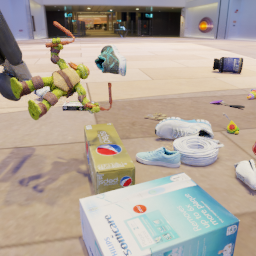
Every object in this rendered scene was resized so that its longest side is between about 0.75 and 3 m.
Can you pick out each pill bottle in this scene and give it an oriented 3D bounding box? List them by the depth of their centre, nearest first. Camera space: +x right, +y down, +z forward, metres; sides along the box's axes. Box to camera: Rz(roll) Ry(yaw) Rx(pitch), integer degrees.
[{"bbox_3d":[7.170,-4.546,20.161,1.982,1.108,1.108,7,24,14],"label":"pill bottle"}]

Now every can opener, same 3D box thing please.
[{"bbox_3d":[-3.055,-1.630,6.878,0.790,0.991,2.963,4,-22,-1],"label":"can opener"}]

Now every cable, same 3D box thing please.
[{"bbox_3d":[2.045,0.662,8.502,1.337,0.463,1.337,-22,30,-39],"label":"cable"}]

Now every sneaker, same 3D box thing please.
[{"bbox_3d":[-0.507,-1.629,6.602,0.626,0.532,1.372,-6,31,-19],"label":"sneaker"},{"bbox_3d":[3.078,1.232,7.254,0.501,0.475,1.243,-4,15,15],"label":"sneaker"},{"bbox_3d":[0.876,0.762,8.144,1.322,0.542,0.489,5,22,12],"label":"sneaker"},{"bbox_3d":[1.943,0.130,9.469,2.043,0.766,0.885,-2,28,-5],"label":"sneaker"},{"bbox_3d":[-3.751,-1.931,14.529,0.887,0.842,2.205,31,37,26],"label":"sneaker"}]

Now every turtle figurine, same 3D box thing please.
[{"bbox_3d":[-1.691,-1.190,6.748,2.068,2.565,0.826,-35,6,-35],"label":"turtle figurine"}]

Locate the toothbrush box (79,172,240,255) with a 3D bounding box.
[{"bbox_3d":[0.465,1.825,5.018,2.309,0.985,1.690,-10,24,-20],"label":"toothbrush box"}]

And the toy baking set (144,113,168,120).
[{"bbox_3d":[1.169,-0.462,11.684,0.943,0.110,0.724,-11,22,-26],"label":"toy baking set"}]

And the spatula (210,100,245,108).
[{"bbox_3d":[4.675,-1.123,13.159,1.656,0.170,0.468,19,30,39],"label":"spatula"}]

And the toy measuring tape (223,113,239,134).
[{"bbox_3d":[3.706,-0.124,10.310,0.361,0.361,0.980,-13,54,-28],"label":"toy measuring tape"}]

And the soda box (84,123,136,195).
[{"bbox_3d":[-0.584,0.816,7.463,0.906,0.958,2.830,-5,23,-12],"label":"soda box"}]

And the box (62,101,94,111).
[{"bbox_3d":[-2.248,-1.019,12.820,1.352,0.235,0.744,1,23,1],"label":"box"}]

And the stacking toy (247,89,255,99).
[{"bbox_3d":[6.283,-1.643,14.187,0.813,0.446,0.472,-28,23,-31],"label":"stacking toy"}]

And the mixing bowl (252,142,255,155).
[{"bbox_3d":[4.862,0.355,8.546,1.863,1.009,1.863,-1,22,0],"label":"mixing bowl"}]
